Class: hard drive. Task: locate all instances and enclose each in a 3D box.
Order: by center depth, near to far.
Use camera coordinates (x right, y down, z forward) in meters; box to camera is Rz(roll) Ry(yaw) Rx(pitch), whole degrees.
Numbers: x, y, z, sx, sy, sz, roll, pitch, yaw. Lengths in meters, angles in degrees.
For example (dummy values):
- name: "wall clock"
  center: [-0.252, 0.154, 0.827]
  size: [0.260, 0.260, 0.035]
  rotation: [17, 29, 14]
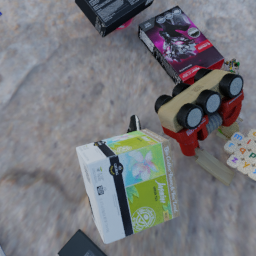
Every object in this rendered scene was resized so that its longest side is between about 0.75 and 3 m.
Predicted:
- name: "hard drive"
  center: [-1.181, 3.473, 7.555]
  size: [1.215, 0.200, 0.848]
  rotation: [40, 74, 14]

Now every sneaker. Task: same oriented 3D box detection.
- name: "sneaker"
  center: [0.022, 0.473, 8.498]
  size: [0.820, 0.709, 1.873]
  rotation: [-4, 68, 4]

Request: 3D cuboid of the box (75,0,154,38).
- name: "box"
  center: [-0.420, -4.600, 9.814]
  size: [2.377, 0.937, 1.677]
  rotation: [-38, 93, -14]

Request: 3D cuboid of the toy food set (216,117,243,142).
- name: "toy food set"
  center: [3.216, -0.010, 8.940]
  size: [0.700, 0.204, 1.015]
  rotation: [34, 70, 0]

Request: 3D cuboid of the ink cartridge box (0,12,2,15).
- name: "ink cartridge box"
  center: [-5.482, -4.637, 10.743]
  size: [0.622, 0.243, 1.313]
  rotation: [-43, 77, -15]

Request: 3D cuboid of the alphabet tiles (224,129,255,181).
- name: "alphabet tiles"
  center: [3.699, 0.755, 8.168]
  size: [1.638, 0.120, 1.602]
  rotation: [32, 62, 29]

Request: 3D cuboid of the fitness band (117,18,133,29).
- name: "fitness band"
  center: [-0.589, -4.239, 10.354]
  size: [1.593, 0.298, 1.144]
  rotation: [-1, 81, -12]

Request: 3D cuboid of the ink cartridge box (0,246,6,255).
- name: "ink cartridge box"
  center: [-4.456, 3.895, 6.951]
  size: [2.630, 1.004, 1.794]
  rotation: [-34, 73, -14]

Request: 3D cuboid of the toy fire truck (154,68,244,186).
- name: "toy fire truck"
  center: [2.463, 0.015, 8.287]
  size: [2.480, 2.818, 1.813]
  rotation: [-35, 34, -18]

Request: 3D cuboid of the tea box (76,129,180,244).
- name: "tea box"
  center: [0.001, 1.351, 7.087]
  size: [2.063, 1.401, 2.097]
  rotation: [-16, 107, -17]

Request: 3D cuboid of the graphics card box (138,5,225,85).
- name: "graphics card box"
  center: [1.784, -2.831, 9.767]
  size: [1.740, 0.706, 2.774]
  rotation: [-29, 70, -10]

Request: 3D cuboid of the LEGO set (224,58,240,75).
- name: "LEGO set"
  center: [3.491, -1.964, 9.612]
  size: [0.587, 0.442, 0.763]
  rotation: [0, 89, -33]
